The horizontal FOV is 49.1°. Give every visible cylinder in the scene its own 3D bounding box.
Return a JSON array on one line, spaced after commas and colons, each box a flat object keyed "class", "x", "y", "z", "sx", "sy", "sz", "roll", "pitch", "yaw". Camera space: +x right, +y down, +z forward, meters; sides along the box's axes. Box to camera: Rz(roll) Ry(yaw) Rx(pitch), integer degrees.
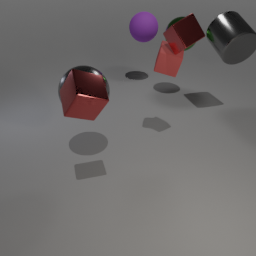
[{"class": "cylinder", "x": 3.833, "y": -3.321, "z": 10.354, "sx": 1.400, "sy": 1.400, "sz": 1.400, "roll": -8, "pitch": 54, "yaw": -14}]

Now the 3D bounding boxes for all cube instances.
[{"class": "cube", "x": 1.231, "y": -2.077, "z": 8.415, "sx": 0.700, "sy": 0.700, "sz": 0.700, "roll": 16, "pitch": 47, "yaw": -1}, {"class": "cube", "x": -0.907, "y": -0.659, "z": 5.724, "sx": 0.700, "sy": 0.700, "sz": 0.700, "roll": 8, "pitch": 51, "yaw": -35}, {"class": "cube", "x": 1.510, "y": -2.531, "z": 7.596, "sx": 0.700, "sy": 0.700, "sz": 0.700, "roll": -34, "pitch": 8, "yaw": -12}]

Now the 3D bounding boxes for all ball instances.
[{"class": "ball", "x": 2.260, "y": -3.948, "z": 11.804, "sx": 1.400, "sy": 1.400, "sz": 1.400, "roll": 0, "pitch": 30, "yaw": 0}, {"class": "ball", "x": 0.760, "y": -4.872, "z": 13.531, "sx": 1.400, "sy": 1.400, "sz": 1.400, "roll": 0, "pitch": 30, "yaw": 0}, {"class": "ball", "x": -1.199, "y": -1.003, "z": 7.681, "sx": 1.400, "sy": 1.400, "sz": 1.400, "roll": 0, "pitch": 30, "yaw": 0}]
